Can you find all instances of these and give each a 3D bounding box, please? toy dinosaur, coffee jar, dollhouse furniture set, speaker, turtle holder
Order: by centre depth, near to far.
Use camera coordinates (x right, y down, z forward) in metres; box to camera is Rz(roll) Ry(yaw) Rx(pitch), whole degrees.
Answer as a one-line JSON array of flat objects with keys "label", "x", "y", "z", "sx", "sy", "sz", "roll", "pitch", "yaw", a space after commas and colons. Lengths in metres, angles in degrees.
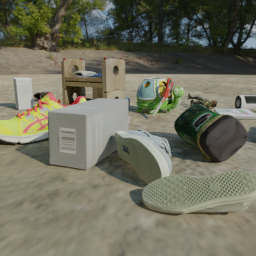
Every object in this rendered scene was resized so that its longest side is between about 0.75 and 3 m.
[{"label": "coffee jar", "x": 1.756, "y": 0.061, "z": 6.147, "sx": 0.938, "sy": 0.768, "sz": 1.800, "roll": -41, "pitch": 17, "yaw": 1}, {"label": "dollhouse furniture set", "x": -0.675, "y": -1.568, "z": 10.533, "sx": 2.084, "sy": 2.072, "sz": 2.957, "roll": 9, "pitch": 16, "yaw": 34}, {"label": "turtle holder", "x": 1.130, "y": -1.263, "z": 10.907, "sx": 1.411, "sy": 1.319, "sz": 1.857, "roll": -5, "pitch": 14, "yaw": -22}, {"label": "speaker", "x": 5.199, "y": -0.987, "z": 11.191, "sx": 1.640, "sy": 0.666, "sz": 0.666, "roll": 0, "pitch": 13, "yaw": -1}, {"label": "toy dinosaur", "x": 3.154, "y": -1.187, "z": 12.450, "sx": 0.939, "sy": 0.506, "sz": 2.131, "roll": 12, "pitch": 10, "yaw": -12}]

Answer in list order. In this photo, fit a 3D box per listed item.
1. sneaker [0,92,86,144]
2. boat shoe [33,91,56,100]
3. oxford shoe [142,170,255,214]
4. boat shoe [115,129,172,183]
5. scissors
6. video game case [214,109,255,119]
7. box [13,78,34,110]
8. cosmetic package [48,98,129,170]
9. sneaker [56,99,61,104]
[{"label": "sneaker", "x": -2.201, "y": -0.315, "z": 7.200, "sx": 2.628, "sy": 1.187, "sz": 1.027, "roll": -8, "pitch": 17, "yaw": -24}, {"label": "boat shoe", "x": -4.156, "y": -1.539, "z": 13.938, "sx": 1.505, "sy": 0.538, "sz": 0.495, "roll": 10, "pitch": 26, "yaw": 40}, {"label": "oxford shoe", "x": 0.949, "y": 0.911, "z": 3.737, "sx": 1.544, "sy": 0.446, "sz": 0.580, "roll": -10, "pitch": 44, "yaw": 16}, {"label": "boat shoe", "x": 0.368, "y": 0.371, "z": 5.121, "sx": 0.744, "sy": 0.729, "sz": 2.090, "roll": -14, "pitch": 15, "yaw": -17}, {"label": "scissors", "x": 1.291, "y": -1.004, "z": 10.031, "sx": 0.125, "sy": 1.793, "sz": 0.656, "roll": 14, "pitch": -23, "yaw": 25}, {"label": "video game case", "x": 3.929, "y": -0.533, "z": 10.326, "sx": 1.268, "sy": 0.165, "sz": 1.393, "roll": 2, "pitch": 14, "yaw": 7}, {"label": "box", "x": -4.408, "y": -1.460, "z": 11.809, "sx": 0.624, "sy": 1.281, "sz": 0.797, "roll": -7, "pitch": 15, "yaw": -28}, {"label": "cosmetic package", "x": -0.728, "y": 0.012, "z": 6.012, "sx": 0.936, "sy": 1.108, "sz": 2.075, "roll": 5, "pitch": 13, "yaw": 19}, {"label": "sneaker", "x": -3.393, "y": -1.071, "z": 12.460, "sx": 0.373, "sy": 0.353, "sz": 0.966, "roll": -20, "pitch": 1, "yaw": 27}]
